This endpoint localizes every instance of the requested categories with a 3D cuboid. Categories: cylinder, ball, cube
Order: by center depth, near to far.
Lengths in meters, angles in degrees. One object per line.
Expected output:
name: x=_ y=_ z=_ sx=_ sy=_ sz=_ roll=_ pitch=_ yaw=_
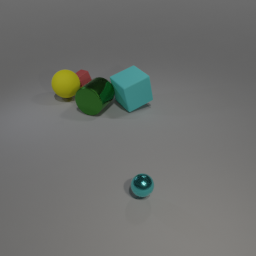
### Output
ball: x=0.433 y=1.709 z=8.374 sx=0.700 sy=0.700 sz=0.700 roll=0 pitch=32 yaw=0
cylinder: x=-1.539 y=-1.506 z=13.166 sx=1.400 sy=1.400 sz=1.400 roll=13 pitch=34 yaw=20
cube: x=0.174 y=-1.886 z=13.380 sx=1.400 sy=1.400 sz=1.400 roll=-29 pitch=44 yaw=-15
ball: x=-3.118 y=-2.218 z=14.060 sx=1.400 sy=1.400 sz=1.400 roll=0 pitch=32 yaw=0
cube: x=-2.508 y=-2.698 z=15.341 sx=0.700 sy=0.700 sz=0.700 roll=-41 pitch=40 yaw=-25
